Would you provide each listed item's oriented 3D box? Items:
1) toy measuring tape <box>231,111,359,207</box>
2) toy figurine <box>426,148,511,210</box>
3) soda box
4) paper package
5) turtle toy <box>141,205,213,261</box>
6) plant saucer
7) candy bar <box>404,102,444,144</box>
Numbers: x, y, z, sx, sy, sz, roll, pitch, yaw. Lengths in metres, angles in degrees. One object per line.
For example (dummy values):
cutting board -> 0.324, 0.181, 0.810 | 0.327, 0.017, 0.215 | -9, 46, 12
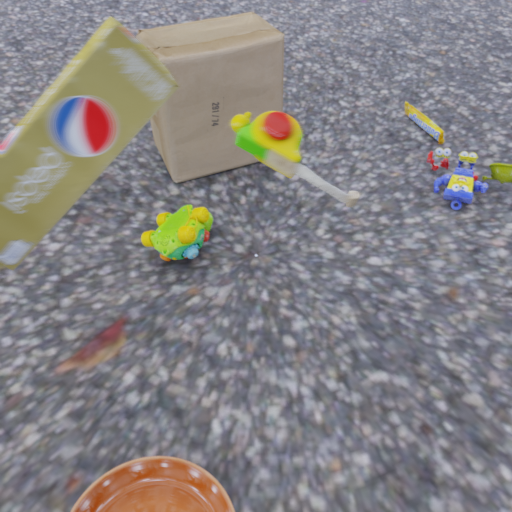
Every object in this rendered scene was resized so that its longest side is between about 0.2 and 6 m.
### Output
toy measuring tape -> 0.436, -1.054, 5.655 | 1.509, 0.555, 0.555 | 31, 50, 7
toy figurine -> 4.300, -1.365, 11.367 | 1.862, 0.982, 1.116 | 15, 74, 18
soda box -> -2.399, -1.373, 6.902 | 3.130, 1.002, 1.060 | -44, 30, 10
paper package -> -0.860, -3.279, 11.602 | 2.710, 2.844, 1.471 | -16, 47, -15
turtle toy -> -1.282, -0.429, 10.152 | 1.097, 0.761, 1.506 | -5, 36, 30
plant saucer -> -1.235, 3.397, 6.545 | 2.088, 0.337, 2.088 | 0, 45, 0
candy bar -> 3.976, -3.145, 13.246 | 0.172, 0.387, 1.552 | -24, 49, -7
